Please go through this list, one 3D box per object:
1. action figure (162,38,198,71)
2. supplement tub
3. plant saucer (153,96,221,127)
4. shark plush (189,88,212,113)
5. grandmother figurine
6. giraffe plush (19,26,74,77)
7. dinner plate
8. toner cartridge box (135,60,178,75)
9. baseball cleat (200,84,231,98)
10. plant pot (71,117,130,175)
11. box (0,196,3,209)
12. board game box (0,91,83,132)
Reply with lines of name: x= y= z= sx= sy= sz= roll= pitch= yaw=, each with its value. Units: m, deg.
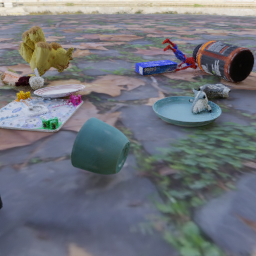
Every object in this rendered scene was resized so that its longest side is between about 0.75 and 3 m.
action figure: x=2.186 y=-3.001 z=12.434 sx=2.138 sy=1.058 sz=0.698 roll=22 pitch=52 yaw=-32
supplement tub: x=3.875 y=-2.905 z=11.851 sx=1.405 sy=1.405 sz=2.627 roll=-12 pitch=29 yaw=-22
plant saucer: x=1.706 y=-0.489 z=8.243 sx=1.964 sy=0.269 sz=1.964 roll=1 pitch=26 yaw=0
shark plush: x=2.109 y=-0.939 z=8.627 sx=0.556 sy=0.607 sz=1.336 roll=-23 pitch=41 yaw=18
grandmother figurine: x=-3.994 y=-1.812 z=10.626 sx=1.900 sy=0.575 sz=1.152 roll=11 pitch=37 yaw=26
giraffe plush: x=-3.228 y=-3.026 z=11.676 sx=1.864 sy=2.161 sz=1.752 roll=-9 pitch=7 yaw=46
dinner plate: x=-2.333 y=-1.262 z=9.657 sx=1.731 sy=0.210 sz=1.731 roll=-6 pitch=18 yaw=2
toner cartridge box: x=1.278 y=-2.744 z=12.664 sx=1.744 sy=0.376 sz=0.828 roll=-10 pitch=29 yaw=-20
baseball cleat: x=2.996 y=-1.245 z=9.546 sx=1.336 sy=0.466 sz=0.711 roll=-19 pitch=32 yaw=-32
plant pot: x=-0.462 y=0.423 z=5.406 sx=0.842 sy=1.049 sz=1.049 roll=21 pitch=31 yaw=14
box: x=-3.025 y=0.395 z=3.864 sx=1.351 sy=2.548 sz=1.557 roll=12 pitch=29 yaw=23
board game box: x=-2.770 y=-0.580 z=8.397 sx=2.265 sy=0.293 sz=2.265 roll=5 pitch=26 yaw=9
